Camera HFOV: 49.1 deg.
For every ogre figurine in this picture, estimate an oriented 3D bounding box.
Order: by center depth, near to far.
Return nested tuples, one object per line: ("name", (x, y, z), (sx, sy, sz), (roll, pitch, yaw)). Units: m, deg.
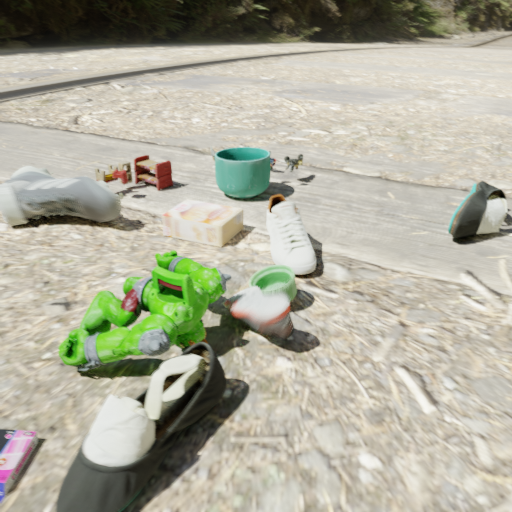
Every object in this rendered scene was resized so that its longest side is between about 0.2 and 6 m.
("ogre figurine", (-1.500, 0.758, 8.314), (1.599, 1.308, 2.666), (3, 12, 33))

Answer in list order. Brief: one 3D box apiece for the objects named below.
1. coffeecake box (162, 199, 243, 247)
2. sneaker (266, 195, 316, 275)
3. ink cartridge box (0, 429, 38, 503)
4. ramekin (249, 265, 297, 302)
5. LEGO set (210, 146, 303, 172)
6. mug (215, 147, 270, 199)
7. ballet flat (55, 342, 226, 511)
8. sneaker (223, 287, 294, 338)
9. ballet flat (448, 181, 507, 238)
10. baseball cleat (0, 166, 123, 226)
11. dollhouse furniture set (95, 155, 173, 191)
("coffeecake box", (-1.141, -0.730, 12.103), (1.406, 0.514, 1.079), (11, 29, 21))
("sneaker", (0.584, -0.481, 10.935), (0.776, 0.902, 2.132), (-13, 37, -10))
("ink cartridge box", (-2.904, 2.376, 6.302), (0.476, 0.186, 1.005), (3, 29, 5))
("ramekin", (0.304, 0.524, 9.445), (0.792, 0.387, 0.792), (-14, 29, 8))
("LEGO set", (-0.054, -2.504, 15.455), (2.703, 0.766, 1.755), (21, 29, 35))
("mug", (-0.312, -2.128, 14.282), (1.400, 1.054, 1.704), (4, 25, 10))
("ballet flat", (-1.298, 1.852, 6.493), (0.918, 0.923, 2.699), (13, 30, 25))
("sneaker", (0.025, 0.943, 8.655), (0.629, 0.669, 1.634), (-30, 18, -20))
("ballet flat", (5.001, -1.038, 12.315), (0.945, 0.940, 2.764), (21, 33, 22))
("baseball cleat", (-4.581, -1.114, 12.559), (3.302, 1.151, 1.757), (14, 45, 32))
("dollhouse furniture set", (-3.115, -2.013, 14.421), (0.950, 0.718, 1.766), (21, 33, 35))
